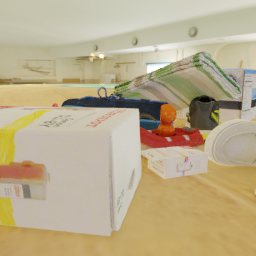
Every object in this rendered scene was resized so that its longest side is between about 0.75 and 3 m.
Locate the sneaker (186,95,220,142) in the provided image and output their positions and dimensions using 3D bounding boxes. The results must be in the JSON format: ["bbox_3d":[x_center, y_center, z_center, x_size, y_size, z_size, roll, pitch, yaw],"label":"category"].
[{"bbox_3d":[2.175,-0.385,7.821,0.999,1.136,2.684,4,13,9],"label":"sneaker"}]

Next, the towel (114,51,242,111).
[{"bbox_3d":[1.322,-0.961,7.764,2.913,0.447,2.173,-15,-30,41],"label":"towel"}]

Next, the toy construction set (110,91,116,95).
[{"bbox_3d":[-0.493,-1.545,14.713,0.875,0.807,1.050,5,12,25],"label":"toy construction set"}]

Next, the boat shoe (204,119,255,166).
[{"bbox_3d":[2.591,0.360,5.142,2.452,0.883,0.840,6,7,-23],"label":"boat shoe"}]

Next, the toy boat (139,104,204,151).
[{"bbox_3d":[0.792,0.027,5.918,1.619,1.059,1.057,-5,12,-25],"label":"toy boat"}]

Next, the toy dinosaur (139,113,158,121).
[{"bbox_3d":[-0.642,0.142,6.342,2.585,0.995,1.322,5,25,-1],"label":"toy dinosaur"}]

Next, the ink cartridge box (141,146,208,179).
[{"bbox_3d":[0.763,0.586,4.880,1.079,0.364,0.629,-3,11,-23],"label":"ink cartridge box"}]

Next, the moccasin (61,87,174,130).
[{"bbox_3d":[-0.286,-0.386,7.591,2.978,1.198,1.015,10,54,0],"label":"moccasin"}]

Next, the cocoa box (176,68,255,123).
[{"bbox_3d":[3.179,-1.298,10.597,2.846,1.867,1.898,8,14,37],"label":"cocoa box"}]

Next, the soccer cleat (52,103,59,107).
[{"bbox_3d":[-2.877,-0.078,6.744,2.589,0.948,0.883,-5,13,-24],"label":"soccer cleat"}]

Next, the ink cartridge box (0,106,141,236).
[{"bbox_3d":[-1.301,0.356,3.934,2.779,1.159,2.017,2,11,10],"label":"ink cartridge box"}]
